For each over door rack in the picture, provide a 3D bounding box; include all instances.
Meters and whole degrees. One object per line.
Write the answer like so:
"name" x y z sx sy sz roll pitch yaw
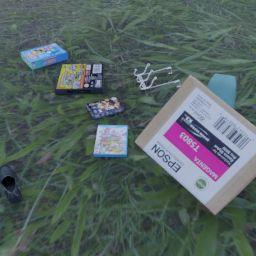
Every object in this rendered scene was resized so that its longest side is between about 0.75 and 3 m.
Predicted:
"over door rack" 1.341 -2.416 12.934 1.906 0.635 1.408 -6 41 -8

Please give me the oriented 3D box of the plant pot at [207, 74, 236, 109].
"plant pot" 3.348 -1.053 10.197 1.159 1.159 1.640 14 77 20

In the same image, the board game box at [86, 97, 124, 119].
"board game box" -0.927 -0.825 11.302 1.283 0.222 0.869 -17 43 -19

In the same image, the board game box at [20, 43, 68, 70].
"board game box" -4.401 -3.803 14.748 1.997 0.449 1.519 -24 45 -26

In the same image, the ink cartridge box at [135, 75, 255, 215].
"ink cartridge box" 1.974 0.401 7.304 2.801 2.308 1.052 41 13 12

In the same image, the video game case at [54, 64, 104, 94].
"video game case" -2.190 -2.327 13.082 2.123 0.300 2.350 -2 40 -2

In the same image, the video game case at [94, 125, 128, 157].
"video game case" -0.571 0.427 9.847 1.108 0.138 1.549 0 39 1

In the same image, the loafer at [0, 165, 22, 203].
"loafer" -3.472 1.537 8.191 0.503 0.520 1.481 -21 44 -24
